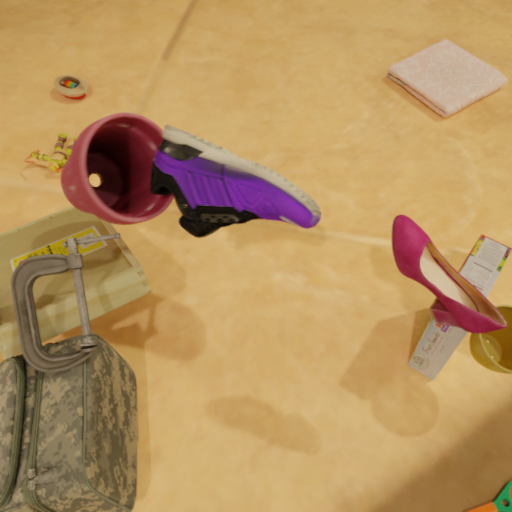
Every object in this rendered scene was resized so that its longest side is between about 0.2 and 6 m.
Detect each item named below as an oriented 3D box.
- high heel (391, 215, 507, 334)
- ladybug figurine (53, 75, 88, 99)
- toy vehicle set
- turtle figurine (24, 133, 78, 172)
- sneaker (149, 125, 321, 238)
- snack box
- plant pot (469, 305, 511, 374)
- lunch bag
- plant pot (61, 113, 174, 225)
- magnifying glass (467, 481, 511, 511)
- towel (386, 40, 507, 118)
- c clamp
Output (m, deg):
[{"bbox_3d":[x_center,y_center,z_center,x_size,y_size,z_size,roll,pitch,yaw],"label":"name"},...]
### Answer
[{"bbox_3d":[2.288,0.229,6.678,0.879,1.833,0.617,-2,36,49],"label":"high heel"},{"bbox_3d":[-4.696,-4.273,14.286,0.999,0.359,0.678,28,59,19],"label":"ladybug figurine"},{"bbox_3d":[-3.552,0.148,9.983,2.362,0.504,3.801,-25,31,-16],"label":"toy vehicle set"},{"bbox_3d":[-4.391,-2.278,12.779,1.473,0.474,1.187,5,47,9],"label":"turtle figurine"},{"bbox_3d":[-0.417,-0.801,8.330,2.771,0.963,1.378,28,96,18],"label":"sneaker"},{"bbox_3d":[3.346,0.917,9.367,0.590,2.228,1.585,30,60,19],"label":"snack box"},{"bbox_3d":[3.626,1.329,8.412,1.017,0.722,1.017,5,66,-10],"label":"plant pot"},{"bbox_3d":[-3.120,2.749,8.391,2.236,1.857,2.666,-17,53,8],"label":"lunch bag"},{"bbox_3d":[-2.351,-1.301,9.096,1.531,1.710,1.710,-6,40,49],"label":"plant pot"},{"bbox_3d":[3.766,3.814,8.588,1.278,0.143,0.509,-14,56,-12],"label":"magnifying glass"},{"bbox_3d":[4.929,-4.630,14.548,2.312,0.373,2.208,-30,59,-20],"label":"towel"},{"bbox_3d":[-2.662,0.681,7.843,1.645,0.261,1.926,-3,93,6],"label":"c clamp"}]
